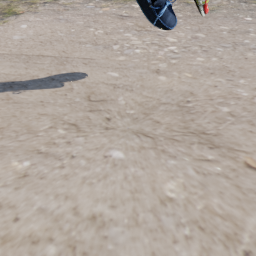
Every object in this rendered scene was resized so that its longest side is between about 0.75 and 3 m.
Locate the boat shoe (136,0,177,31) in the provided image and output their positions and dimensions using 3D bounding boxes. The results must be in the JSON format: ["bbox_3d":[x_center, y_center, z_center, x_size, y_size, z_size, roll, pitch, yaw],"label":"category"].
[{"bbox_3d":[0.717,-3.420,7.528,0.737,2.146,0.903,13,75,50],"label":"boat shoe"}]

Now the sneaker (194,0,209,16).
[{"bbox_3d":[2.257,-3.786,8.027,0.686,1.615,0.622,-24,78,15],"label":"sneaker"}]
